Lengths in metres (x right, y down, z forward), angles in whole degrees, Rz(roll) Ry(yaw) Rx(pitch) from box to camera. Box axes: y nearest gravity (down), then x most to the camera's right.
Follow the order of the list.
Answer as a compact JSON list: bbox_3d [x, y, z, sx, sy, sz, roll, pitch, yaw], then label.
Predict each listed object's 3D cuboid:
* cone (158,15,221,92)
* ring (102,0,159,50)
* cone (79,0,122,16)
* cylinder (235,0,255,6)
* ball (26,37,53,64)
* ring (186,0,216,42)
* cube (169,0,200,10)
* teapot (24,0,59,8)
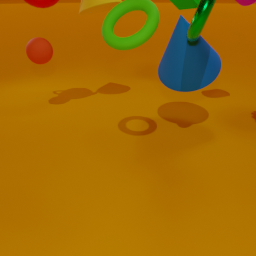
[{"bbox_3d":[1.379,-2.029,6.761,1.654,1.660,1.654,-9,57,14],"label":"cone"},{"bbox_3d":[0.033,-2.025,5.427,1.185,0.237,1.185,-9,65,20],"label":"ring"},{"bbox_3d":[-0.944,-4.122,8.076,1.331,1.336,1.331,-13,14,3],"label":"cone"},{"bbox_3d":[3.005,-3.702,7.252,0.774,0.774,0.774,12,14,-40],"label":"cylinder"},{"bbox_3d":[-2.578,-2.248,8.175,0.761,0.761,0.761,0,26,0],"label":"ball"},{"bbox_3d":[1.551,-2.403,5.678,0.265,1.325,1.325,25,30,5],"label":"ring"},{"bbox_3d":[2.026,-4.782,9.667,0.939,0.939,0.939,21,-1,-43],"label":"cube"},{"bbox_3d":[-2.197,-3.766,7.320,2.024,1.258,0.991,9,15,-9],"label":"teapot"}]
